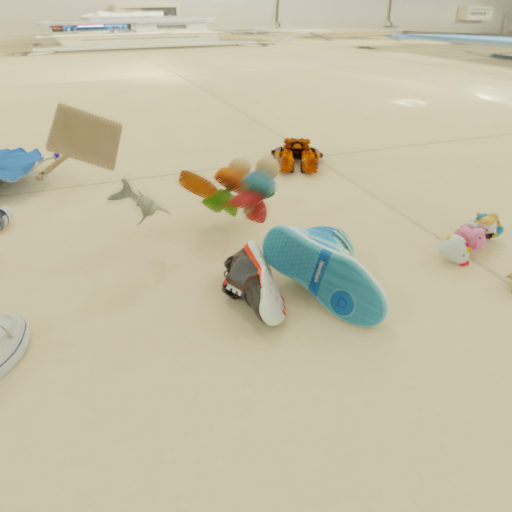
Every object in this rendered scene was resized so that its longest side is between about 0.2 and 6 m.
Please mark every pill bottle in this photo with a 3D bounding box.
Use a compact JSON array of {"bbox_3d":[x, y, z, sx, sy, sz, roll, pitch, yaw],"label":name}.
[{"bbox_3d":[-5.222,-0.734,11.286,0.413,0.413,0.691,7,29,13],"label":"pill bottle"}]

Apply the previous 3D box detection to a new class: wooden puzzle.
[{"bbox_3d":[-2.770,-1.908,9.080,1.073,0.216,1.160,16,49,-22],"label":"wooden puzzle"}]

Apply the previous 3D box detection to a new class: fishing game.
[{"bbox_3d":[-6.548,-1.886,13.290,4.351,0.676,3.116,-4,27,8],"label":"fishing game"}]

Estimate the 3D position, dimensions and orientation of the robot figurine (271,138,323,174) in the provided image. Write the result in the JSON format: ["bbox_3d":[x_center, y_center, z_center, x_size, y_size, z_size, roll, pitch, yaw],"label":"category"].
[{"bbox_3d":[1.097,-2.667,14.776,1.422,0.571,1.961,2,28,1],"label":"robot figurine"}]

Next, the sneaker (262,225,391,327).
[{"bbox_3d":[1.409,0.184,9.056,2.379,0.946,1.553,38,28,28],"label":"sneaker"}]

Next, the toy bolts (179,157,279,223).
[{"bbox_3d":[-0.408,-1.506,10.687,1.710,1.186,1.633,19,-11,42],"label":"toy bolts"}]

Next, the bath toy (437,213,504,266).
[{"bbox_3d":[3.980,-0.313,10.332,1.679,0.730,0.621,-28,74,-41],"label":"bath toy"}]

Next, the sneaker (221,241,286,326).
[{"bbox_3d":[-0.105,0.537,8.808,0.827,0.778,2.019,-27,27,5],"label":"sneaker"}]

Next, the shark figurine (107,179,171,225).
[{"bbox_3d":[-1.994,-0.801,9.633,0.769,0.537,1.287,34,0,10],"label":"shark figurine"}]

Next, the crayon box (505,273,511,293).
[{"bbox_3d":[4.603,0.536,9.049,0.608,0.249,0.967,-20,34,-33],"label":"crayon box"}]

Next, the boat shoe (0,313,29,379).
[{"bbox_3d":[-3.694,1.169,7.093,0.820,0.947,2.221,6,28,12],"label":"boat shoe"}]
